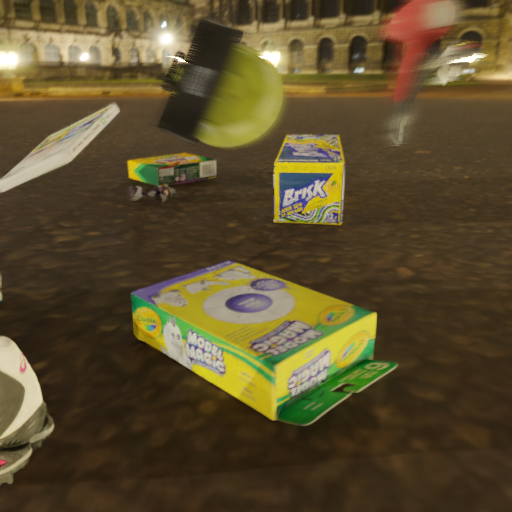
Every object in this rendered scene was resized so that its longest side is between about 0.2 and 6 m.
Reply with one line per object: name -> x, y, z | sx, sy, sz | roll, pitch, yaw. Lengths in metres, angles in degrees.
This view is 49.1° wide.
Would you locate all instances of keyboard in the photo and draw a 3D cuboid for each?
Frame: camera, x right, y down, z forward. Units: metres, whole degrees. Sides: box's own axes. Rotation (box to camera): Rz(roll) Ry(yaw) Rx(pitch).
keyboard -> -1.191, -3.397, 10.815 | 1.378, 2.295, 0.294 | 29, 9, 25

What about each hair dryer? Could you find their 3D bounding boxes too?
hair dryer -> 2.688, -3.537, 9.893 | 0.764, 2.143, 2.814 | 20, 48, -18

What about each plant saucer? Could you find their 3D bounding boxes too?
plant saucer -> -0.627, -3.423, 11.553 | 2.346, 2.346, 0.364 | 1, -11, 2

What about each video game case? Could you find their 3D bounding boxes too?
video game case -> -2.026, -1.108, 5.748 | 1.096, 0.121, 0.998 | -14, 34, 32

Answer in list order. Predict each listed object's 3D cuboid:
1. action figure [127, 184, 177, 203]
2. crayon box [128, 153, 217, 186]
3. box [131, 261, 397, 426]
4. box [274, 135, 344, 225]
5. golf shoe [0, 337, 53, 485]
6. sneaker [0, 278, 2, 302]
action figure -> -2.262, -1.371, 12.284 | 1.071, 0.372, 0.697 | -4, 13, -22
crayon box -> -2.166, -2.262, 14.507 | 1.765, 0.514, 1.523 | -16, 25, -37
box -> 0.025, 0.778, 5.796 | 1.514, 0.624, 2.581 | -19, 28, -41
box -> 1.165, -1.770, 12.059 | 1.342, 1.232, 3.831 | 2, 20, 6
golf shoe -> -2.794, 1.082, 4.319 | 2.378, 1.047, 0.918 | -1, 20, 1
sneaker -> -3.395, 0.472, 6.354 | 0.765, 0.807, 1.999 | -4, 21, -16
